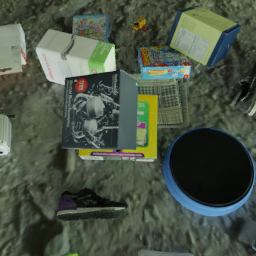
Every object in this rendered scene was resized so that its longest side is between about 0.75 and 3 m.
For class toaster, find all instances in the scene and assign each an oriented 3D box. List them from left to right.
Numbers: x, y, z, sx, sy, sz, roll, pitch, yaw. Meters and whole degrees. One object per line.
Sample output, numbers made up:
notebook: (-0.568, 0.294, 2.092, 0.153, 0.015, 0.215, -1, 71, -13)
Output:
toaster: (-4.774, 0.252, 9.511, 1.964, 1.116, 1.268, -6, 65, -12)

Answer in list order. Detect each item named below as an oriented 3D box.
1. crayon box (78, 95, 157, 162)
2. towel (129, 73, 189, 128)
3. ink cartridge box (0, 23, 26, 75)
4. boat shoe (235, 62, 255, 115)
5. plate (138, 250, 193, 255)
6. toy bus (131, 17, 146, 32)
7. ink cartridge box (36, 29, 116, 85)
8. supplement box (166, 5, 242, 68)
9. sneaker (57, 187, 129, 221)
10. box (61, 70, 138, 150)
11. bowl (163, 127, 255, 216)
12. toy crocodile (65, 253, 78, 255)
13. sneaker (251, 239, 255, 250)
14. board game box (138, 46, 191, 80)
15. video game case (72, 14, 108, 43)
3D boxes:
crayon box: (-0.307, -0.034, 9.622, 2.568, 0.749, 2.216, 2, 73, 1)
towel: (1.030, -1.125, 10.652, 2.519, 0.435, 2.425, -1, 61, -1)
ink cartridge box: (-5.058, -3.076, 11.605, 1.482, 0.685, 2.720, -11, 63, -6)
boat shoe: (4.669, -1.670, 10.703, 0.777, 0.900, 2.478, 19, 67, 7)
plate: (1.058, 4.287, 7.740, 1.633, 0.264, 1.629, 4, 62, 2)
toy bus: (0.474, -4.744, 12.707, 0.658, 0.360, 0.697, -4, 61, -2)
ink cartridge box: (-1.845, -2.412, 10.527, 2.597, 1.890, 1.091, 17, 62, 9)
supplement box: (2.997, -3.695, 11.122, 2.065, 1.388, 2.068, 34, 40, 17)
sneaker: (-1.064, 2.243, 8.598, 2.167, 0.820, 0.949, -2, 56, -1)
box: (-0.735, -0.395, 7.411, 1.762, 1.007, 1.935, -2, 83, 27)
bowl: (2.667, 1.303, 9.215, 2.987, 0.586, 2.987, 0, 61, 0)
toy crocodile: (-1.966, 4.016, 7.722, 2.220, 0.685, 0.749, -14, 63, -2)
sneaker: (4.040, 3.817, 7.685, 1.202, 0.777, 2.216, 22, 56, 7)
board game box: (1.369, -2.620, 11.075, 1.813, 0.517, 1.852, -3, 40, -2)
video game case: (-1.699, -4.252, 12.527, 1.560, 0.194, 2.179, -3, 61, -1)
